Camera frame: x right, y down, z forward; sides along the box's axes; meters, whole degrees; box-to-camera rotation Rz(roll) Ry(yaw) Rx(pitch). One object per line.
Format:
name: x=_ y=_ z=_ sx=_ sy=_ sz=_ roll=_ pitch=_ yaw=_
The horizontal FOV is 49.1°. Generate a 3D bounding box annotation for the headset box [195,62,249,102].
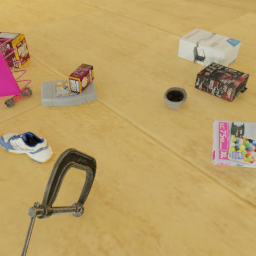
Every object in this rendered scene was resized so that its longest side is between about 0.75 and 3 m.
headset box: x=4.074 y=-1.962 z=11.917 sx=1.939 sy=0.727 sz=1.441 roll=28 pitch=48 yaw=29

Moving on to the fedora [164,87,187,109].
fedora: x=1.879 y=-1.136 z=11.166 sx=0.918 sy=0.469 sz=1.038 roll=6 pitch=45 yaw=9

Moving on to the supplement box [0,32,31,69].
supplement box: x=-5.680 y=-3.742 z=13.469 sx=1.406 sy=1.386 sz=0.933 roll=7 pitch=41 yaw=9

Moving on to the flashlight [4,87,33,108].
flashlight: x=-4.423 y=-1.238 z=11.384 sx=0.392 sy=0.390 sz=1.153 roll=51 pitch=52 yaw=-11

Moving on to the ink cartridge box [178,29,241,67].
ink cartridge box: x=4.017 y=-3.954 z=13.986 sx=2.452 sy=1.027 sz=1.779 roll=29 pitch=49 yaw=30

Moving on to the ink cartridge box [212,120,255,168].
ink cartridge box: x=3.836 y=0.521 z=8.698 sx=2.310 sy=0.485 sz=1.379 roll=5 pitch=73 yaw=3

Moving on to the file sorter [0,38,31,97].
file sorter: x=-5.076 y=-2.454 z=11.355 sx=1.394 sy=2.006 sz=1.258 roll=-5 pitch=35 yaw=17

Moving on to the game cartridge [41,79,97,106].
game cartridge: x=-2.452 y=-1.505 z=11.657 sx=2.241 sy=0.465 sz=1.492 roll=-8 pitch=37 yaw=-10

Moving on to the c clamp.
c clamp: x=-1.485 y=1.625 z=6.641 sx=0.368 sy=2.717 sz=2.321 roll=12 pitch=84 yaw=17

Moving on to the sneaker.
sneaker: x=-3.341 y=0.398 z=9.083 sx=2.014 sy=0.888 sz=0.758 roll=14 pitch=44 yaw=17

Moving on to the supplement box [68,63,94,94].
supplement box: x=-1.899 y=-2.036 z=11.448 sx=0.523 sy=0.674 sz=1.222 roll=15 pitch=44 yaw=16
